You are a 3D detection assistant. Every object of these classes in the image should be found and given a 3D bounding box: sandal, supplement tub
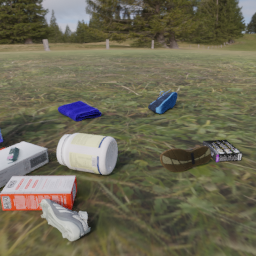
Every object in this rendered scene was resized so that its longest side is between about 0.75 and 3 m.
[{"bbox_3d":[1.543,0.782,7.644,1.595,0.652,0.435,-11,6,-24],"label":"sandal"},{"bbox_3d":[-1.057,0.655,7.384,1.369,0.993,0.993,6,21,18],"label":"supplement tub"}]

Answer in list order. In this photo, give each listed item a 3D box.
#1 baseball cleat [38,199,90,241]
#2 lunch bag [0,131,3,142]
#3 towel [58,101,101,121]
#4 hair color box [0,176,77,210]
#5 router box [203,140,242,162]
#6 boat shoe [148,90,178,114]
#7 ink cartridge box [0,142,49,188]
[{"bbox_3d":[-1.196,1.719,5.425,0.643,0.422,1.209,-11,32,-43],"label":"baseball cleat"},{"bbox_3d":[-4.967,-0.458,8.787,2.491,1.875,1.172,5,20,31],"label":"lunch bag"},{"bbox_3d":[-2.136,-0.779,12.185,1.291,0.433,1.748,-14,24,-36],"label":"towel"},{"bbox_3d":[-1.899,1.402,6.117,1.450,0.444,0.736,1,20,-1],"label":"hair color box"},{"bbox_3d":[2.804,0.664,8.424,0.779,0.267,1.045,-2,20,-7],"label":"router box"},{"bbox_3d":[1.643,-1.303,12.976,0.738,0.905,2.151,15,22,28],"label":"boat shoe"},{"bbox_3d":[-3.617,0.926,7.402,1.962,0.492,2.261,13,24,29],"label":"ink cartridge box"}]
